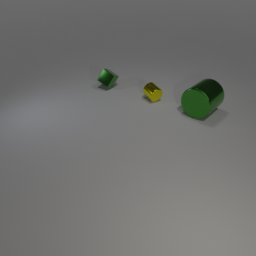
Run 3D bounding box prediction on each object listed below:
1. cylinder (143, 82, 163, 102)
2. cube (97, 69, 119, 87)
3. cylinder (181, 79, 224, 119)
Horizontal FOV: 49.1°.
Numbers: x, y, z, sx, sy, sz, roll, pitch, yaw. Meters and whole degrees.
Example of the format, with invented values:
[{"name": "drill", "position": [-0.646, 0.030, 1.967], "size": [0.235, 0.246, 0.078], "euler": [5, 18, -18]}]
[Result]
[{"name": "cylinder", "position": [1.194, -1.735, 13.484], "size": [0.700, 0.700, 0.700], "euler": [-19, 48, -27]}, {"name": "cube", "position": [-1.030, -2.588, 14.541], "size": [0.700, 0.700, 0.700], "euler": [36, 18, 10]}, {"name": "cylinder", "position": [3.267, -1.293, 12.261], "size": [1.400, 1.400, 1.400], "euler": [25, 41, 33]}]
